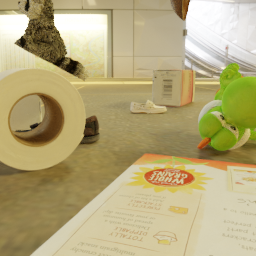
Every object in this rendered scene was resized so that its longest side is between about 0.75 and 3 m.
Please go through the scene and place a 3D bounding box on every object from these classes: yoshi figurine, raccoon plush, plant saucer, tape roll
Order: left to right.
[{"bbox_3d":[-1.538,-0.189,4.383,1.491,1.491,1.024,-7,14,-31],"label":"tape roll"},{"bbox_3d":[-2.160,-2.929,8.740,2.743,1.838,1.327,25,7,-34],"label":"raccoon plush"},{"bbox_3d":[1.178,-3.271,5.994,0.334,1.824,1.824,10,14,15],"label":"plant saucer"},{"bbox_3d":[2.238,-0.401,5.385,1.625,1.619,2.891,13,19,24],"label":"yoshi figurine"}]

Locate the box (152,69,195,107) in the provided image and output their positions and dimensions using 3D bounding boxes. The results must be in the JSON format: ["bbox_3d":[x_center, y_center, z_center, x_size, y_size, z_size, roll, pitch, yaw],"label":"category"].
[{"bbox_3d":[1.968,-1.730,11.753,1.219,1.431,2.238,6,13,26],"label":"box"}]

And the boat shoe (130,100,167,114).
[{"bbox_3d":[0.690,-0.729,9.445,1.236,0.428,0.438,1,12,5],"label":"boat shoe"}]

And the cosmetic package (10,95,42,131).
[{"bbox_3d":[-3.255,-0.482,6.476,2.354,1.196,0.871,-4,14,-22],"label":"cosmetic package"}]

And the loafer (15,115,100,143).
[{"bbox_3d":[-1.428,0.013,5.682,1.713,0.539,0.616,-1,12,-7],"label":"loafer"}]

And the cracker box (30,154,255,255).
[{"bbox_3d":[0.481,0.860,1.208,1.718,0.740,2.565,5,12,21],"label":"cracker box"}]
